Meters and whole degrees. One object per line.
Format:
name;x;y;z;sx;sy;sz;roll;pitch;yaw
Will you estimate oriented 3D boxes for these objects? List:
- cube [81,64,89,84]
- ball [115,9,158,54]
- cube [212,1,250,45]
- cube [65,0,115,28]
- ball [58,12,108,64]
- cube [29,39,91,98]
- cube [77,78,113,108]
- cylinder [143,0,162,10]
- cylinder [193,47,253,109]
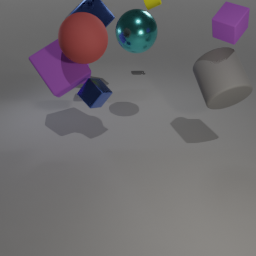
cube;-2.112;-2.439;12.488;0.700;0.700;0.700;-1;35;2
ball;0.283;-3.198;9.303;1.400;1.400;1.400;0;29;0
cube;2.776;-2.843;7.603;0.700;0.700;0.700;33;79;29
cube;-1.702;-4.832;12.355;1.400;1.400;1.400;-49;24;-9
ball;-1.268;-2.534;7.953;1.400;1.400;1.400;0;29;0
cube;-2.175;-1.979;9.258;1.400;1.400;1.400;-34;8;-5
cube;-1.077;-1.137;9.150;0.700;0.700;0.700;47;23;12
cylinder;1.148;-6.086;13.300;0.700;0.700;0.700;-17;24;20
cylinder;2.886;-1.504;8.654;1.400;1.400;1.400;-8;67;-14
